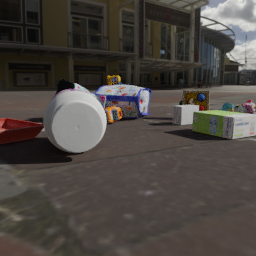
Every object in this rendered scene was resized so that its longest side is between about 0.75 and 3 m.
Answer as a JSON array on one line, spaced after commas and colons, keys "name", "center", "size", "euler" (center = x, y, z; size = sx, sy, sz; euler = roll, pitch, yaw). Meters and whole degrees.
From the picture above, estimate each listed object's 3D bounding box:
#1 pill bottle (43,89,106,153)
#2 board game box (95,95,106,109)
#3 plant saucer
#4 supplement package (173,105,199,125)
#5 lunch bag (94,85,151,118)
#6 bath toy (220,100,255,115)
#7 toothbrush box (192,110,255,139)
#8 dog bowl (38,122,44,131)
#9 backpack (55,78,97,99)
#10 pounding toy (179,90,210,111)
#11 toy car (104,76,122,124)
[{"name": "pill bottle", "center": [-1.357, -0.219, 7.137], "size": [1.504, 1.504, 2.678], "euler": [-2, 10, -14]}, {"name": "board game box", "center": [-1.531, -0.858, 12.033], "size": [1.131, 1.131, 0.146], "euler": [6, -6, 30]}, {"name": "plant saucer", "center": [-4.146, 0.127, 8.277], "size": [2.452, 0.451, 2.456], "euler": [8, 12, 39]}, {"name": "supplement package", "center": [2.336, -0.538, 11.300], "size": [0.946, 0.737, 0.525], "euler": [-6, 11, -31]}, {"name": "lunch bag", "center": [-0.227, -1.256, 13.141], "size": [2.189, 1.595, 2.575], "euler": [4, 3, 14]}, {"name": "bath toy", "center": [4.815, -0.720, 11.935], "size": [2.433, 0.899, 1.058], "euler": [-7, 15, -40]}, {"name": "toothbrush box", "center": [3.111, -0.158, 9.138], "size": [1.196, 0.707, 1.643], "euler": [-6, 10, -33]}, {"name": "dog bowl", "center": [-3.293, -0.026, 9.754], "size": [0.856, 0.251, 0.856], "euler": [0, 9, 0]}, {"name": "backpack", "center": [-2.258, -1.069, 11.283], "size": [1.361, 1.794, 2.150], "euler": [20, -9, -30]}, {"name": "pounding toy", "center": [2.885, -0.990, 12.677], "size": [1.505, 1.386, 1.070], "euler": [2, -2, 7]}, {"name": "toy car", "center": [-0.612, -1.230, 11.417], "size": [0.726, 2.183, 1.071], "euler": [-5, -7, 21]}]
